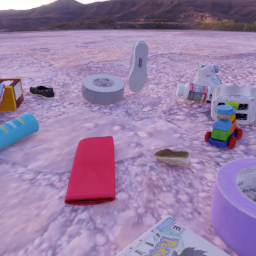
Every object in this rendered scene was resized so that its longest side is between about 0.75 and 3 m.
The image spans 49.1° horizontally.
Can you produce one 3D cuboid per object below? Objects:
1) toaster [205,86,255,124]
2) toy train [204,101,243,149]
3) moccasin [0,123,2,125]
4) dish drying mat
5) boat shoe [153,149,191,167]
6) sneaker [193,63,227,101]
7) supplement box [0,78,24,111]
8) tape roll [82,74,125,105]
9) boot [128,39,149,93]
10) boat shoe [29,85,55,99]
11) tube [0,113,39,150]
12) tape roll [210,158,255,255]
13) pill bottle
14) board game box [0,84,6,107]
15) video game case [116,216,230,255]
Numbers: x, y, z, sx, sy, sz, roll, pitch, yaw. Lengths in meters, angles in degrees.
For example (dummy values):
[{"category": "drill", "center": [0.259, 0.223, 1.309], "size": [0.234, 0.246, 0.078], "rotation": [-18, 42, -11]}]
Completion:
[{"category": "toaster", "center": [3.916, -0.866, 10.487], "size": [2.120, 1.205, 1.369], "rotation": [6, 25, 19]}, {"category": "toy train", "center": [3.344, -0.315, 9.190], "size": [0.939, 1.284, 2.219], "rotation": [16, 29, 31]}, {"category": "moccasin", "center": [-4.258, 0.092, 9.410], "size": [0.430, 0.364, 1.068], "rotation": [7, 26, 16]}, {"category": "dish drying mat", "center": [-0.918, 1.012, 7.521], "size": [1.145, 0.271, 2.983], "rotation": [-2, 25, -3]}, {"category": "boat shoe", "center": [1.202, 0.851, 7.725], "size": [1.213, 0.394, 0.438], "rotation": [-1, 27, 48]}, {"category": "sneaker", "center": [3.977, -2.033, 12.704], "size": [0.947, 1.449, 2.522], "rotation": [-19, 34, -33]}, {"category": "supplement box", "center": [-5.475, -1.455, 12.022], "size": [1.528, 1.028, 1.549], "rotation": [-2, 24, -4]}, {"category": "tape roll", "center": [-1.143, -1.814, 12.908], "size": [1.958, 0.647, 1.958], "rotation": [4, 32, -3]}, {"category": "boot", "center": [0.512, -3.060, 13.688], "size": [0.913, 2.483, 1.187], "rotation": [8, 25, -7]}, {"category": "boat shoe", "center": [-4.144, -1.801, 13.444], "size": [1.704, 0.534, 0.624], "rotation": [17, 30, 36]}, {"category": "tube", "center": [-4.059, 0.364, 8.565], "size": [1.060, 0.690, 2.738], "rotation": [20, 38, 35]}, {"category": "tape roll", "center": [2.831, 1.549, 5.466], "size": [2.273, 0.966, 2.273], "rotation": [-1, 24, 0]}, {"category": "pill bottle", "center": [2.877, -1.580, 12.436], "size": [1.373, 0.760, 0.760], "rotation": [9, 25, 2]}, {"category": "board game box", "center": [-5.351, -0.691, 10.116], "size": [1.329, 0.251, 2.582], "rotation": [-2, 48, -7]}, {"category": "video game case", "center": [0.691, 2.467, 4.278], "size": [2.280, 0.251, 2.078], "rotation": [-21, 32, -39]}]
